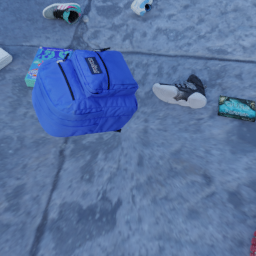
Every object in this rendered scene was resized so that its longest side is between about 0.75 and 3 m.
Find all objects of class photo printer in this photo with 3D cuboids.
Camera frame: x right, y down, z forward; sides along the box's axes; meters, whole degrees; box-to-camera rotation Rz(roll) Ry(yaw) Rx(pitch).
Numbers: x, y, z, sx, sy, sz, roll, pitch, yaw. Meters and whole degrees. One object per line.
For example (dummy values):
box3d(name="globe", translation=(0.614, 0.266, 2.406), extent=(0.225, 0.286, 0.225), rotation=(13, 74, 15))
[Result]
box3d(name="photo printer", translation=(-4.790, -2.491, 9.868), extent=(1.107, 0.384, 0.921), rotation=(34, 64, 21))

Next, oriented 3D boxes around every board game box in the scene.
box3d(name="board game box", translation=(-2.649, -2.079, 9.607), extent=(1.238, 0.366, 1.627), rotation=(6, 57, 4))
box3d(name="board game box", translation=(3.408, -0.624, 8.777), extent=(1.128, 0.159, 0.763), rotation=(11, 58, 7))

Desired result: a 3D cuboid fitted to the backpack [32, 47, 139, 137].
box3d(name="backpack", translation=(-0.954, -0.817, 5.947), extent=(1.997, 1.676, 1.623), rotation=(-11, 60, -32))

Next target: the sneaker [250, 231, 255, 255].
box3d(name="sneaker", translation=(3.657, 2.244, 6.283), extent=(1.102, 1.189, 2.950), rotation=(29, 61, 15))

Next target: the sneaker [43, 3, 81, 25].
box3d(name="sneaker", translation=(-2.553, -4.452, 11.051), extent=(1.511, 0.632, 0.913), rotation=(-14, 48, -11))

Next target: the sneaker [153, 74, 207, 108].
box3d(name="sneaker", translation=(1.685, -1.268, 8.936), extent=(1.719, 0.649, 0.978), rotation=(16, 57, 4))

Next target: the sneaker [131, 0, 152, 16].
box3d(name="sneaker", translation=(0.765, -5.247, 11.607), extent=(0.702, 0.696, 1.937), rotation=(41, 54, -12))
